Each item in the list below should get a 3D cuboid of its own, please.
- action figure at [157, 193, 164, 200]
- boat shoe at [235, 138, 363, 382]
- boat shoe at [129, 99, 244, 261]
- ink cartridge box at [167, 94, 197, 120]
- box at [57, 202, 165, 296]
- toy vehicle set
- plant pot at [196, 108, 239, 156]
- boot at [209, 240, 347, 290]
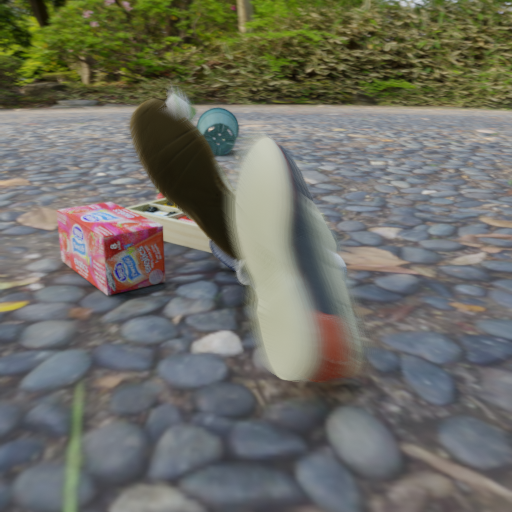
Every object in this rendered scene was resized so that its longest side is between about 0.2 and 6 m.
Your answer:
[{"bbox_3d":[-1.899,-1.780,14.843,0.883,0.698,2.700,9,23,17],"label":"action figure"},{"bbox_3d":[0.493,-0.017,6.700,0.967,3.092,1.100,5,-31,-31],"label":"boat shoe"},{"bbox_3d":[-0.899,-1.034,8.051,0.974,2.633,0.874,-37,22,-6],"label":"boat shoe"},{"bbox_3d":[-1.602,-2.869,11.593,0.224,0.681,0.936,46,13,25],"label":"ink cartridge box"},{"bbox_3d":[-2.509,-0.197,9.573,1.063,1.018,2.132,-14,23,-35],"label":"box"},{"bbox_3d":[-0.739,-0.719,11.917,3.706,0.491,2.303,13,23,34],"label":"toy vehicle set"},{"bbox_3d":[-1.501,-4.847,22.275,1.757,1.757,1.720,-2,26,-5],"label":"plant pot"},{"bbox_3d":[0.018,0.031,8.916,2.677,0.974,1.209,15,17,35],"label":"boot"}]
